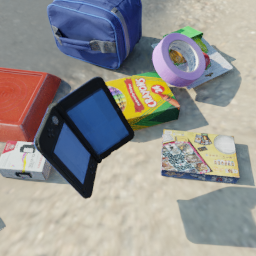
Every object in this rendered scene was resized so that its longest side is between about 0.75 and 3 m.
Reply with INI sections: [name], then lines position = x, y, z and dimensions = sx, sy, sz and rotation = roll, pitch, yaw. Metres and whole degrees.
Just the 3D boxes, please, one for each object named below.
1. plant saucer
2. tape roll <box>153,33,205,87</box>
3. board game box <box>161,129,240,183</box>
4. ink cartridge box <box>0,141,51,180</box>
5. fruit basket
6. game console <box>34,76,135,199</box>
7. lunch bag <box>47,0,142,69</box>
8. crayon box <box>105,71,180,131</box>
[plant saucer]
position = -3.614, -0.854, 8.090
dimensions = 2.664, 0.490, 2.669
rotation = 7, 53, 6
[tape roll]
position = 1.486, -1.964, 8.114
dimensions = 1.512, 0.496, 1.512
rotation = 9, 68, -22
[board game box]
position = 1.746, 0.680, 6.989
dimensions = 1.816, 0.314, 1.230
rotation = 6, 52, 4
[ink cartridge box]
position = -2.457, 0.779, 6.820
dimensions = 1.105, 0.458, 0.805
rotation = 4, 52, 3
[fruit basket]
position = 2.039, -2.264, 9.086
dimensions = 1.890, 0.957, 2.041
rotation = -27, 72, -20
[game console]
position = -0.624, 0.200, 4.867
dimensions = 0.956, 1.615, 1.379
rotation = -16, 40, 20
[lunch bag]
position = -1.176, -3.274, 8.993
dimensions = 2.906, 1.974, 1.923
rotation = 19, 55, 20
[crayon box]
position = -0.002, -0.672, 7.851
dimensions = 2.486, 0.632, 1.578
rotation = -15, 54, -11
